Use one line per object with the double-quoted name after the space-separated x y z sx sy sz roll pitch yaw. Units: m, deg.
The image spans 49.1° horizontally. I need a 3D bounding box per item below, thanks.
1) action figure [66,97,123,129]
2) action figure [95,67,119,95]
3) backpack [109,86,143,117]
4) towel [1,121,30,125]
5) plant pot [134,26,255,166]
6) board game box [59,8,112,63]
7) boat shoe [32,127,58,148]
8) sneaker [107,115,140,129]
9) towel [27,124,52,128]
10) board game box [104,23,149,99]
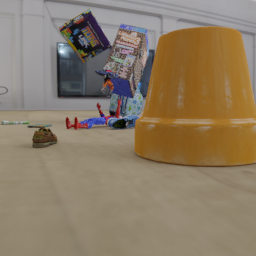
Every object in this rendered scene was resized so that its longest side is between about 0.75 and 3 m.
-1.093 -0.587 10.627 0.821 1.246 2.517 5 4 43 "action figure"
-0.738 -1.500 8.683 0.875 0.847 0.458 11 -17 -39 "action figure"
-0.034 -1.931 19.093 1.735 2.361 2.161 11 10 41 "backpack"
-5.026 -0.264 12.559 1.121 0.172 0.836 -1 6 -14 "towel"
1.232 -0.566 4.915 2.225 2.037 2.225 0 5 0 "plant pot"
-1.758 -3.828 11.803 1.494 0.512 1.807 -28 -39 10 "board game box"
-1.780 0.172 6.130 0.394 0.372 1.094 0 5 -3 "boat shoe"
-0.067 -0.161 10.004 1.276 0.501 0.569 -11 16 -23 "sneaker"
-3.422 -0.077 10.875 0.631 0.093 0.860 1 6 8 "towel"
-0.028 -3.039 13.031 1.259 2.600 2.073 16 -14 11 "board game box"
